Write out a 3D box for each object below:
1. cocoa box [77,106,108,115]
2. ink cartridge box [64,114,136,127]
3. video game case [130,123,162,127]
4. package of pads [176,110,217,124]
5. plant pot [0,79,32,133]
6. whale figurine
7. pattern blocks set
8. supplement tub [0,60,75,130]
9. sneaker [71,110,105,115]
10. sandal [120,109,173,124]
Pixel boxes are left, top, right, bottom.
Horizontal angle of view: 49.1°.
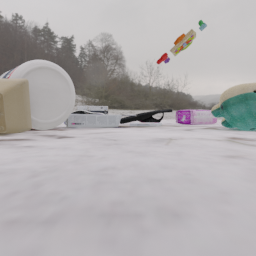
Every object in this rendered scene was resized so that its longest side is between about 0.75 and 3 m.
[{"bbox_3d":[-1.763,-0.660,14.119,0.895,0.881,1.343,2,3,45],"label":"cocoa box"},{"bbox_3d":[-0.958,-0.232,8.750,1.999,0.433,1.962,2,2,-14],"label":"ink cartridge box"},{"bbox_3d":[0.655,-0.128,9.940,0.955,0.120,1.048,1,2,17],"label":"video game case"},{"bbox_3d":[3.045,-0.485,12.418,1.715,0.649,1.034,-2,3,-38],"label":"package of pads"},{"bbox_3d":[-2.535,-0.371,5.314,1.073,1.072,0.950,0,14,-3],"label":"plant pot"},{"bbox_3d":[2.818,-0.301,6.773,1.540,1.005,1.936,-4,-22,4],"label":"whale figurine"},{"bbox_3d":[1.657,-2.525,8.377,1.666,0.135,1.464,-44,-9,31],"label":"pattern blocks set"},{"bbox_3d":[-2.521,-0.783,7.189,1.613,1.613,2.298,-2,3,-37],"label":"supplement tub"},{"bbox_3d":[-1.796,-0.438,12.051,1.710,0.648,0.749,0,7,0],"label":"sneaker"},{"bbox_3d":[0.882,-0.425,13.324,2.645,0.633,0.994,-14,6,-15],"label":"sandal"}]
